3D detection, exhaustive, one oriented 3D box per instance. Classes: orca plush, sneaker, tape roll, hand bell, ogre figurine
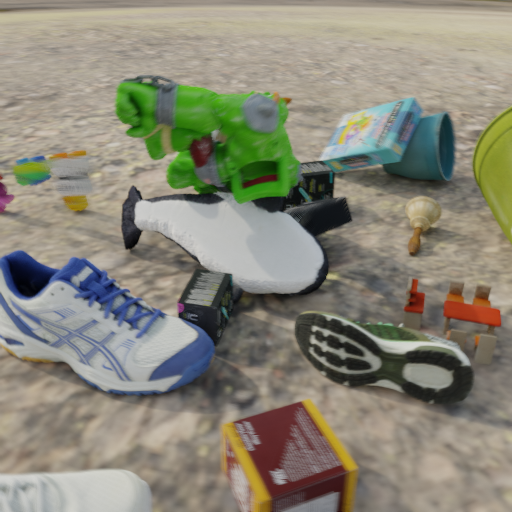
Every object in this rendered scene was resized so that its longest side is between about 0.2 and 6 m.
[{"bbox_3d":[-0.490,-0.086,9.499,3.897,1.385,2.050,2,73,23],"label":"orca plush"},{"bbox_3d":[-2.408,2.365,4.744,3.020,1.224,1.135,-8,29,-17],"label":"sneaker"},{"bbox_3d":[-0.722,-2.086,11.822,1.849,0.647,1.849,12,42,-11],"label":"tape roll"},{"bbox_3d":[3.015,-0.454,10.407,0.686,0.686,1.317,11,44,18],"label":"hand bell"},{"bbox_3d":[1.629,1.202,7.322,2.306,0.887,1.022,16,20,17],"label":"sneaker"},{"bbox_3d":[-0.479,-1.651,8.728,2.139,3.568,1.751,3,58,14],"label":"ogre figurine"},{"bbox_3d":[-2.110,0.788,7.259,3.215,1.417,1.210,9,30,13],"label":"sneaker"}]

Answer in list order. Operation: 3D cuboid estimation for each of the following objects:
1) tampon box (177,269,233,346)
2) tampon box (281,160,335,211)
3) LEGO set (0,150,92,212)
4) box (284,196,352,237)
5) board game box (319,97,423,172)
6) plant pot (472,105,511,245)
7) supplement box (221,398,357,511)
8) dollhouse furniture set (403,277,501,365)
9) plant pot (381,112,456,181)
[{"bbox_3d":[-0.723,0.727,8.064,0.580,0.689,0.919,7,30,10],"label":"tampon box"},{"bbox_3d":[0.956,-1.414,11.607,1.139,0.854,0.719,-8,31,-14],"label":"tampon box"},{"bbox_3d":[-4.148,-1.376,11.288,2.897,1.189,1.105,-1,23,27],"label":"LEGO set"},{"bbox_3d":[0.951,-0.663,10.033,0.897,0.501,1.270,-25,11,-25],"label":"box"},{"bbox_3d":[2.589,-2.731,12.811,2.035,0.478,1.536,-2,53,51],"label":"board game box"},{"bbox_3d":[5.207,-1.035,9.641,2.652,2.652,2.554,6,43,11],"label":"plant pot"},{"bbox_3d":[0.296,2.138,5.639,1.024,0.680,1.010,-12,32,-19],"label":"supplement box"},{"bbox_3d":[2.791,0.775,7.992,1.315,0.685,1.329,9,31,15],"label":"dollhouse furniture set"},{"bbox_3d":[3.687,-2.467,12.931,1.440,1.533,1.533,2,26,34],"label":"plant pot"}]
